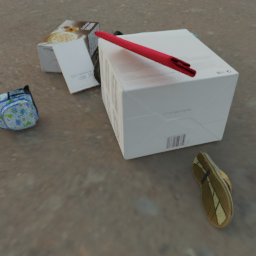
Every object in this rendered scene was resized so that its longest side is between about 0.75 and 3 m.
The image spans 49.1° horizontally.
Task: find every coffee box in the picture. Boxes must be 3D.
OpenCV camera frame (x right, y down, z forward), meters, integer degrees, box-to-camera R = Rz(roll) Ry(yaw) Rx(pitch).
[{"bbox_3d":[-2.195,-3.250,11.062,1.555,1.084,2.720,8,40,10],"label":"coffee box"}]

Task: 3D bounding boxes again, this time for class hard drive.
[{"bbox_3d":[-1.720,-2.086,9.413,1.076,1.631,0.218,-23,5,-25],"label":"hard drive"}]

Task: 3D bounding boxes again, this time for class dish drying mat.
[{"bbox_3d":[0.297,-1.650,5.950,0.942,0.223,2.452,8,21,-44],"label":"dish drying mat"}]

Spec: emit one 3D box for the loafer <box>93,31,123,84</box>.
[{"bbox_3d":[-0.681,-2.437,10.329,1.043,1.067,2.924,-26,32,34],"label":"loafer"}]

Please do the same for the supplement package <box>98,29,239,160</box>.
[{"bbox_3d":[0.811,-1.059,7.570,2.726,2.096,2.850,-9,40,-11],"label":"supplement package"}]

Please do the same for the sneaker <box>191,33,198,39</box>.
[{"bbox_3d":[2.462,-3.258,11.214,1.062,1.034,2.667,11,40,0],"label":"sneaker"}]

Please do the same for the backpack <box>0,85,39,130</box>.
[{"bbox_3d":[-3.132,-0.468,7.704,1.148,1.051,0.844,-17,42,-13],"label":"backpack"}]

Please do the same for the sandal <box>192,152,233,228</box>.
[{"bbox_3d":[1.882,1.229,6.006,0.504,0.750,1.867,15,32,-15],"label":"sandal"}]
